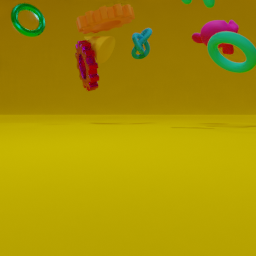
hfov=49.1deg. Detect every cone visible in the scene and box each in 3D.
[{"bbox_3d":[-1.266,-3.266,10.816,1.118,1.114,1.114,34,13,15],"label":"cone"}]

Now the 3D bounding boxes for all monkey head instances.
[{"bbox_3d":[3.272,-3.177,10.092,1.163,1.389,1.930,-30,29,-19],"label":"monkey head"}]

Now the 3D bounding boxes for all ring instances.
[{"bbox_3d":[2.939,-2.120,7.946,1.473,0.295,1.473,34,-13,9],"label":"ring"},{"bbox_3d":[-3.303,-3.587,9.312,1.136,1.136,0.227,-2,-5,-36],"label":"ring"}]

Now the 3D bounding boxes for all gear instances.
[{"bbox_3d":[-1.617,-2.423,10.964,0.351,1.899,1.899,-15,8,-20],"label":"gear"},{"bbox_3d":[-0.795,-3.816,9.893,2.018,0.373,2.018,-13,9,2],"label":"gear"}]

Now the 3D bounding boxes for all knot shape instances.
[{"bbox_3d":[0.523,-3.250,11.102,0.593,1.200,1.283,21,51,15],"label":"knot shape"}]

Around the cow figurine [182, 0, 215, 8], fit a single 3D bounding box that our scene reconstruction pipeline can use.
[{"bbox_3d":[1.454,-3.544,6.336,1.447,0.794,1.423,33,-16,38],"label":"cow figurine"}]
